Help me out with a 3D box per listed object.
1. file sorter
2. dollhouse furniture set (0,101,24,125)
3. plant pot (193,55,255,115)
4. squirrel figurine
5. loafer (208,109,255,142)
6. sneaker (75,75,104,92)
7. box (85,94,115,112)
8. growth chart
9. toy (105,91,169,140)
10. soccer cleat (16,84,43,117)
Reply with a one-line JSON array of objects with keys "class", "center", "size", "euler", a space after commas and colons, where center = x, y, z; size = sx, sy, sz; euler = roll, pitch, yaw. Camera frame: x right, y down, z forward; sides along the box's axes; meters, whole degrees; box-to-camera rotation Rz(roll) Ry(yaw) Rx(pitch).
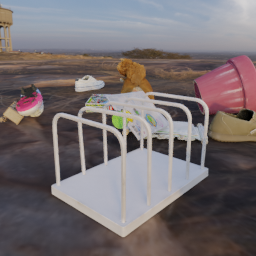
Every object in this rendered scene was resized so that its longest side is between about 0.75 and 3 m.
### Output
[{"class": "file sorter", "center": [0.125, 0.356, 5.288], "size": [1.823, 1.636, 2.628], "euler": [14, 23, 40]}, {"class": "dollhouse furniture set", "center": [-4.085, -0.469, 10.012], "size": [0.563, 0.659, 1.272], "euler": [39, 4, -20]}, {"class": "plant pot", "center": [3.633, -1.419, 10.613], "size": [1.966, 2.196, 2.196], "euler": [-15, 16, 6]}, {"class": "squirrel figurine", "center": [0.260, -2.032, 12.271], "size": [1.481, 2.092, 1.953], "euler": [-6, 27, -2]}, {"class": "loafer", "center": [3.606, -0.085, 7.977], "size": [2.588, 0.873, 0.984], "euler": [-2, 17, -7]}, {"class": "sneaker", "center": [-2.204, -2.701, 16.588], "size": [0.848, 0.822, 2.322], "euler": [10, 20, 30]}, {"class": "box", "center": [-1.102, -1.103, 12.154], "size": [1.181, 0.373, 2.146], "euler": [0, 17, 0]}, {"class": "growth chart", "center": [1.134, 0.046, 8.663], "size": [2.636, 0.234, 1.907], "euler": [5, 18, 17]}, {"class": "toy", "center": [0.238, -0.331, 7.995], "size": [0.582, 1.419, 2.465], "euler": [-41, -10, 23]}, {"class": "soccer cleat", "center": [-3.358, -0.786, 10.000], "size": [0.873, 1.079, 2.500], "euler": [-20, 27, -7]}]
